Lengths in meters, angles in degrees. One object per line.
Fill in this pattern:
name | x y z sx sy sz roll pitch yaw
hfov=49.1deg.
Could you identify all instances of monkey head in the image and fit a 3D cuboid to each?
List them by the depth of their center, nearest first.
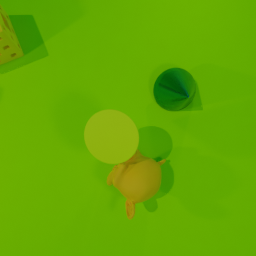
monkey head | 0.134 1.207 6.503 1.082 1.292 1.796 41 51 -3

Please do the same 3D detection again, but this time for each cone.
cone | -0.224 0.057 6.025 1.116 1.120 1.116 3 104 11
cone | 1.263 -0.826 6.655 1.122 1.126 1.122 -2 106 -7

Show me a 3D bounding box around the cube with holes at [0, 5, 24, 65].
cube with holes | -3.683 -2.409 7.004 1.328 1.328 1.328 -23 81 -4
